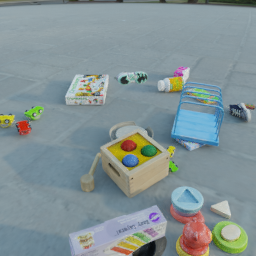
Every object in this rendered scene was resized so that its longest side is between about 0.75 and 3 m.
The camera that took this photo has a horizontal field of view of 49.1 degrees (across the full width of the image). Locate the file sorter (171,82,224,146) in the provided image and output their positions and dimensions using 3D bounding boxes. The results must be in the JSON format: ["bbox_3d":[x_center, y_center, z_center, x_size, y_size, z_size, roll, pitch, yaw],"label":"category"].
[{"bbox_3d":[2.869,-0.693,11.307,1.775,1.569,2.557,11,28,10],"label":"file sorter"}]

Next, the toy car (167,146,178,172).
[{"bbox_3d":[1.340,1.186,9.656,1.151,0.257,1.083,-23,43,-15],"label":"toy car"}]

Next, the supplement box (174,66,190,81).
[{"bbox_3d":[3.151,-3.129,16.484,0.617,0.630,1.218,15,36,22],"label":"supplement box"}]

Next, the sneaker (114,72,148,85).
[{"bbox_3d":[0.088,-2.363,12.836,1.478,0.575,1.034,-7,23,-25],"label":"sneaker"}]

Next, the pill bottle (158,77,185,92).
[{"bbox_3d":[2.321,-2.325,15.021,1.342,0.745,0.745,-8,32,-13],"label":"pill bottle"}]

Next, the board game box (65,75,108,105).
[{"bbox_3d":[-2.074,-2.085,14.840,1.871,0.513,2.964,0,31,1],"label":"board game box"}]

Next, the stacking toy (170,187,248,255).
[{"bbox_3d":[2.075,2.297,7.286,1.853,0.864,2.047,-2,32,-3],"label":"stacking toy"}]

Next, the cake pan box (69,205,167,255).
[{"bbox_3d":[-0.156,2.612,5.846,1.980,1.823,0.518,-12,39,-21],"label":"cake pan box"}]

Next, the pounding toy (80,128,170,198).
[{"bbox_3d":[-0.383,1.039,8.879,2.537,1.161,2.229,-26,44,-26],"label":"pounding toy"}]

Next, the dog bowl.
[{"bbox_3d":[0.135,0.367,10.825,1.703,0.499,1.703,0,32,0],"label":"dog bowl"}]

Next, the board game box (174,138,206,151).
[{"bbox_3d":[2.391,0.450,10.980,0.798,0.193,1.056,-17,36,-26],"label":"board game box"}]

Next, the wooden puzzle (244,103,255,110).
[{"bbox_3d":[5.890,-1.052,13.595,0.804,0.057,0.477,12,33,20],"label":"wooden puzzle"}]

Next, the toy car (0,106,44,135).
[{"bbox_3d":[-4.427,-0.369,12.083,2.097,0.468,1.973,18,35,26],"label":"toy car"}]

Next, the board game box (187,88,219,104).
[{"bbox_3d":[3.880,-1.639,14.397,0.818,0.257,1.712,-15,32,-22],"label":"board game box"}]

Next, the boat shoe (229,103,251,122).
[{"bbox_3d":[4.995,-0.669,12.601,0.686,0.552,1.479,-5,25,8],"label":"boat shoe"}]
